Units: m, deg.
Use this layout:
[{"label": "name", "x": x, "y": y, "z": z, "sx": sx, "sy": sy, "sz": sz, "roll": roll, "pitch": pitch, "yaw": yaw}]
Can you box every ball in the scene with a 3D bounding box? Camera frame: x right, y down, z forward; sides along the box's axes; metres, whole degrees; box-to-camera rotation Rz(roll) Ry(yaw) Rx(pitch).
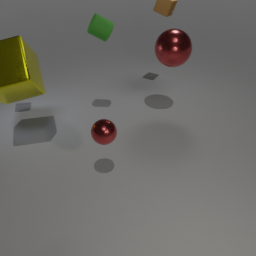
[{"label": "ball", "x": 1.701, "y": -3.001, "z": 10.538, "sx": 1.400, "sy": 1.400, "sz": 1.400, "roll": 0, "pitch": 32, "yaw": 0}, {"label": "ball", "x": -0.645, "y": 0.105, "z": 7.512, "sx": 0.700, "sy": 0.700, "sz": 0.700, "roll": 0, "pitch": 32, "yaw": 0}]

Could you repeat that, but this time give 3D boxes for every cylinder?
[{"label": "cylinder", "x": -0.940, "y": -3.430, "z": 9.570, "sx": 0.700, "sy": 0.700, "sz": 0.700, "roll": 22, "pitch": 26, "yaw": -22}]

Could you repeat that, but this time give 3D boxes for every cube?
[{"label": "cube", "x": -3.495, "y": -1.677, "z": 8.409, "sx": 1.400, "sy": 1.400, "sz": 1.400, "roll": -15, "pitch": -9, "yaw": 0}, {"label": "cube", "x": 1.627, "y": -5.340, "z": 12.189, "sx": 0.700, "sy": 0.700, "sz": 0.700, "roll": 31, "pitch": 35, "yaw": 11}]
